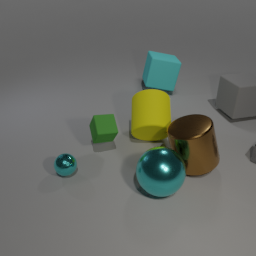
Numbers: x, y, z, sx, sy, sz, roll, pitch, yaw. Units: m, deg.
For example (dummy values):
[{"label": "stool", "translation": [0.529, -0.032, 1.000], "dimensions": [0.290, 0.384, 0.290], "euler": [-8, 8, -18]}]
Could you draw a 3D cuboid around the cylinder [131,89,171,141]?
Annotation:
[{"label": "cylinder", "translation": [0.822, -0.433, 9.990], "dimensions": [1.400, 1.400, 1.400], "euler": [1, 65, 1]}]

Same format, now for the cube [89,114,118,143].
[{"label": "cube", "translation": [-0.803, 0.023, 9.160], "dimensions": [0.700, 0.700, 0.700], "euler": [-5, 65, -23]}]

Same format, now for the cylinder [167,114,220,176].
[{"label": "cylinder", "translation": [2.031, 0.505, 8.697], "dimensions": [1.400, 1.400, 1.400], "euler": [-15, 28, 8]}]

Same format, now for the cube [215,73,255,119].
[{"label": "cube", "translation": [4.657, -1.349, 11.527], "dimensions": [1.400, 1.400, 1.400], "euler": [-7, 31, -13]}]

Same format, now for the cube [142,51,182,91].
[{"label": "cube", "translation": [1.579, -2.755, 13.473], "dimensions": [1.400, 1.400, 1.400], "euler": [8, 27, -9]}]

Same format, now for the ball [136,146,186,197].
[{"label": "ball", "translation": [0.923, 1.221, 7.898], "dimensions": [1.400, 1.400, 1.400], "euler": [0, 33, 0]}]

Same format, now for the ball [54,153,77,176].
[{"label": "ball", "translation": [-1.924, 1.126, 8.618], "dimensions": [0.700, 0.700, 0.700], "euler": [0, 33, 0]}]

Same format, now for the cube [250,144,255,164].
[{"label": "cube", "translation": [4.554, 0.809, 9.181], "dimensions": [0.700, 0.700, 0.700], "euler": [26, 41, 34]}]
